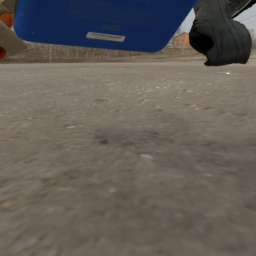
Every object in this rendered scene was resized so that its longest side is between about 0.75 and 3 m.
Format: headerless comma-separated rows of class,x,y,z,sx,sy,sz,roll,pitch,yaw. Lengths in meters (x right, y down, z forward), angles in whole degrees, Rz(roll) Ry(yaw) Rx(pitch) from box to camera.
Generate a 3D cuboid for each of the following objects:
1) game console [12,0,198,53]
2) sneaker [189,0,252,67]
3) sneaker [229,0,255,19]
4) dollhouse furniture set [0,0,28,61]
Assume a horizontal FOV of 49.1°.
game console,-0.237,-2.488,3.997,2.672,2.281,1.581,-5,61,-33
sneaker,1.431,-1.832,4.987,0.858,0.718,1.890,-14,54,-1
sneaker,3.391,-3.468,7.293,0.829,1.894,0.717,24,34,-34
dollhouse furniture set,-2.498,-2.796,6.359,2.814,2.844,1.465,-19,-35,25
